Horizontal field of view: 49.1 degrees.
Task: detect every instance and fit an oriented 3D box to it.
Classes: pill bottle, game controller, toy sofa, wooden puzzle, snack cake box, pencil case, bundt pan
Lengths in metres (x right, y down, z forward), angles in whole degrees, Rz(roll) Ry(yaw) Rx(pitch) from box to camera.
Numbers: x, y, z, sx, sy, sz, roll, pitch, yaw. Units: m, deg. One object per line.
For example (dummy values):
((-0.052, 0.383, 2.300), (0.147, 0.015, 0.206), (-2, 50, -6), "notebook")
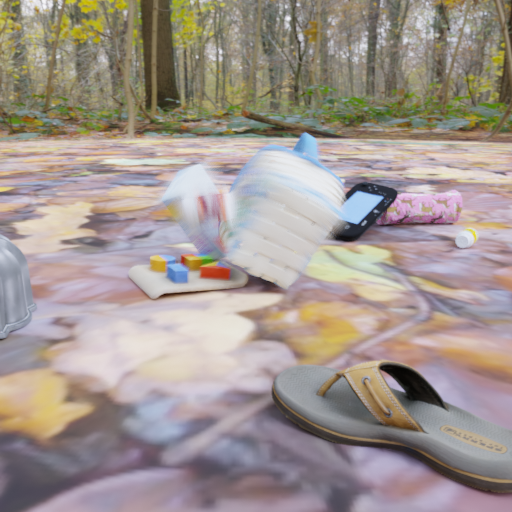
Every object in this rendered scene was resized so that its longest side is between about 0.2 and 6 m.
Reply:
((4.699, -0.384, 12.536), (0.386, 0.386, 0.685), (10, 18, 33), "pill bottle")
((2.492, -1.122, 13.757), (1.232, 0.497, 2.361), (11, 41, 41), "game controller")
((1.902, -1.828, 16.895), (1.010, 0.857, 2.071), (11, 18, 23), "toy sofa")
((-0.712, -0.723, 8.349), (0.686, 0.392, 0.392), (-1, 15, 11), "pill bottle")
((-1.257, 0.269, 10.115), (1.764, 0.408, 1.634), (-8, 17, -27), "wooden puzzle")
((-1.019, -0.809, 10.807), (0.549, 1.634, 0.940), (-12, 37, 29), "snack cake box")
((4.250, -1.272, 14.787), (2.224, 0.921, 0.962), (-2, -25, -7), "pencil case")
((-4.816, 0.253, 8.029), (3.179, 1.193, 3.179), (7, 13, -2), "bundt pan")

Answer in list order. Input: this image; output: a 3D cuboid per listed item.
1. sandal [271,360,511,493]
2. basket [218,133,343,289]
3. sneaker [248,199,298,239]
((1.359, 1.423, 5.366), (2.600, 0.710, 1.063), (12, 20, 38), "sandal")
((0.431, -0.908, 10.083), (1.883, 2.387, 2.707), (28, 21, -8), "basket")
((0.297, -1.139, 13.666), (0.966, 1.232, 2.480), (-9, 18, -29), "sneaker")
